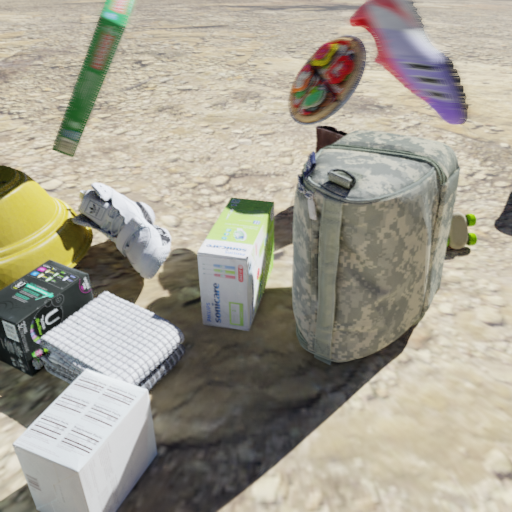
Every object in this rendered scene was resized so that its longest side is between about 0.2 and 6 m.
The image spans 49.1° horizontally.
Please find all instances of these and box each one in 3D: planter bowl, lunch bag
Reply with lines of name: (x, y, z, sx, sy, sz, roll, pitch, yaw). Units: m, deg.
planter bowl: (-5.030, -0.669, 10.261, 3.715, 1.547, 3.715, -4, 30, 2)
lunch bag: (1.594, -0.190, 8.450, 2.147, 3.081, 2.584, 17, 35, 26)

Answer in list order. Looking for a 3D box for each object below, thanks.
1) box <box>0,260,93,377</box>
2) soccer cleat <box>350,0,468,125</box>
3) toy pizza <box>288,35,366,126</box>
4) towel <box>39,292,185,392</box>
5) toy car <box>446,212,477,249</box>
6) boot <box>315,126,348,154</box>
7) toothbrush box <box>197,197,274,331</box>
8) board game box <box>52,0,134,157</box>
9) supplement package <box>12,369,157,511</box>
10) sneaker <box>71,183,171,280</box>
box: (-3.289, 0.911, 8.587, 0.883, 1.055, 1.420, 17, 36, 24)
soccer cleat: (2.907, -3.622, 10.586, 1.099, 3.004, 1.024, -29, -8, 7)
toy pizza: (1.315, -3.533, 11.129, 0.315, 1.988, 1.988, 26, 15, -37)
towel: (-2.089, 1.399, 8.179, 1.703, 0.729, 1.410, 20, 39, 25)
toy car: (3.889, -0.518, 11.427, 0.772, 0.742, 0.940, -4, 4, -13)
boot: (1.842, -1.681, 11.972, 0.776, 1.785, 2.146, -18, 37, -26)
toothbrush box: (-0.285, 0.083, 9.536, 0.847, 1.433, 1.968, 8, 33, 12)
board game box: (-3.210, -3.853, 11.201, 0.476, 3.270, 2.200, 21, 46, -22)
supplement package: (-1.891, 2.216, 6.426, 0.906, 1.177, 1.231, 14, 35, 20)
sneaker: (-2.544, -0.503, 10.363, 1.478, 0.966, 2.571, 26, 14, -31)
